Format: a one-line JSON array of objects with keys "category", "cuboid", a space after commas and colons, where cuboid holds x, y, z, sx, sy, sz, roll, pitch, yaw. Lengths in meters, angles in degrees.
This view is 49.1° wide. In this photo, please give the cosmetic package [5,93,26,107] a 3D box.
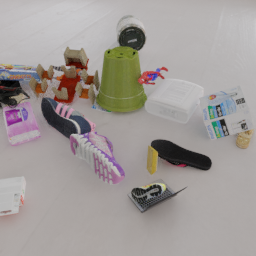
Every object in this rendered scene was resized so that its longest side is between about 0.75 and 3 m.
[{"category": "cosmetic package", "cuboid": [-5.126, -1.126, 12.758, 0.590, 0.417, 1.140, -2, 41, -3]}]

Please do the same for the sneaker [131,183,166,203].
[{"category": "sneaker", "cuboid": [0.650, 1.970, 8.629, 1.210, 0.473, 0.546, -19, -8, 34]}]

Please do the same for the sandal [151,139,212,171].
[{"category": "sandal", "cuboid": [1.866, 1.080, 10.155, 2.302, 0.519, 0.865, 20, 47, 1]}]

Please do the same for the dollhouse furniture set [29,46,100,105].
[{"category": "dollhouse furniture set", "cuboid": [-2.773, -2.407, 13.639, 2.939, 1.514, 2.907, 8, 59, 9]}]

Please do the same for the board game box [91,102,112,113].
[{"category": "board game box", "cuboid": [-1.061, -1.107, 12.958, 0.975, 0.126, 0.975, 13, 41, 15]}]

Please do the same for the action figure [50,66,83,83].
[{"category": "action figure", "cuboid": [-3.057, -2.616, 14.118, 1.853, 1.002, 1.915, 4, 35, 20]}]

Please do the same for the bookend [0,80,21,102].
[{"category": "bookend", "cuboid": [-6.069, -1.819, 13.441, 1.297, 0.597, 1.288, 13, 42, 15]}]

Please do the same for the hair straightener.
[{"category": "hair straightener", "cuboid": [-5.222, -1.248, 12.128, 2.789, 1.073, 0.571, 8, -5, 31]}]

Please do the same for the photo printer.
[{"category": "photo printer", "cuboid": [2.195, -1.360, 12.674, 2.065, 0.862, 2.482, 19, 43, 22]}]

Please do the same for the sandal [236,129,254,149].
[{"category": "sandal", "cuboid": [4.752, -0.038, 11.265, 0.727, 0.653, 1.984, 14, 42, 16]}]

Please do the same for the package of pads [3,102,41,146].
[{"category": "package of pads", "cuboid": [-4.347, -0.201, 11.387, 1.182, 0.742, 1.962, -17, 43, -19]}]

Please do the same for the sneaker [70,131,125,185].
[{"category": "sneaker", "cuboid": [-0.915, 0.887, 9.923, 1.192, 1.085, 2.697, -22, 43, -35]}]

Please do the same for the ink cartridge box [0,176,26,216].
[{"category": "ink cartridge box", "cuboid": [-3.712, 2.211, 8.818, 0.782, 0.361, 1.436, -7, 42, -8]}]

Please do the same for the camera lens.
[{"category": "camera lens", "cuboid": [0.171, -5.820, 17.287, 1.780, 1.780, 2.225, -3, 40, -3]}]

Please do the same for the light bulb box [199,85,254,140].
[{"category": "light bulb box", "cuboid": [3.882, -0.618, 11.171, 1.710, 1.067, 1.695, -17, 35, 20]}]

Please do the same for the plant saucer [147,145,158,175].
[{"category": "plant saucer", "cuboid": [0.822, 1.066, 9.398, 0.207, 0.855, 0.855, 3, 6, -6]}]

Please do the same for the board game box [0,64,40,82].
[{"category": "board game box", "cuboid": [-5.711, -2.807, 14.056, 2.586, 0.446, 1.750, 1, 23, -14]}]

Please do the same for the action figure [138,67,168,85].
[{"category": "action figure", "cuboid": [1.091, -2.273, 12.420, 0.541, 0.685, 2.093, 44, 40, 19]}]

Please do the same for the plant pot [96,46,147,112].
[{"category": "plant pot", "cuboid": [-0.274, -2.319, 12.566, 2.417, 2.295, 2.417, 1, 36, -1]}]

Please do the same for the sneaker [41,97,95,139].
[{"category": "sneaker", "cuboid": [-2.553, -0.453, 11.713, 1.193, 1.021, 2.910, -14, 40, -43]}]

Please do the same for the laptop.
[{"category": "laptop", "cuboid": [0.864, 1.946, 8.625, 1.323, 0.819, 1.413, -20, 35, -23]}]
